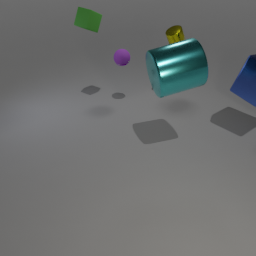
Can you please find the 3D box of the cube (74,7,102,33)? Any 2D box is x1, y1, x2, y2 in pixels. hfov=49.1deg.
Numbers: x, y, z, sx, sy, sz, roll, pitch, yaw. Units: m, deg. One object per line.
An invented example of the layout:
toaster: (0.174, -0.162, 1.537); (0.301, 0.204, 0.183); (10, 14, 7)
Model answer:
cube: (-1.547, -4.196, 10.871); (0.700, 0.700, 0.700); (26, 17, 28)

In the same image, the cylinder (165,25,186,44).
cylinder: (1.997, -3.783, 11.680); (0.700, 0.700, 0.700); (-16, 45, 17)

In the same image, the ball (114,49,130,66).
ball: (-0.252, -2.948, 11.716); (0.700, 0.700, 0.700); (0, 32, 0)

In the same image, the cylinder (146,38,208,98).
cylinder: (1.378, -1.728, 8.110); (1.400, 1.400, 1.400); (-17, 34, -4)

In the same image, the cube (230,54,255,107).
cube: (4.730, -1.629, 9.723); (1.400, 1.400, 1.400); (-19, 50, -42)
